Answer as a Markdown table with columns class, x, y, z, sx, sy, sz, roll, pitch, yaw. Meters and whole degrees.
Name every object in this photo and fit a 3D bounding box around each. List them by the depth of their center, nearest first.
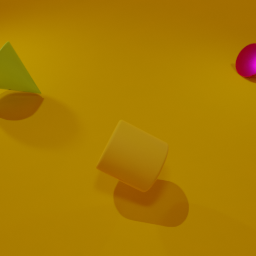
| class | x | y | z | sx | sy | sz | roll | pitch | yaw |
| --- | --- | --- | --- | --- | --- | --- | --- | --- | --- |
| cylinder | 0.079 | 0.544 | 5.488 | 1.071 | 1.071 | 1.071 | 27 | 45 | -3 |
| cone | -3.195 | -1.428 | 8.159 | 1.515 | 1.509 | 1.509 | 34 | 37 | -23 |
| cone | 4.479 | -2.169 | 9.513 | 1.123 | 1.119 | 1.119 | 8 | 36 | -32 |
